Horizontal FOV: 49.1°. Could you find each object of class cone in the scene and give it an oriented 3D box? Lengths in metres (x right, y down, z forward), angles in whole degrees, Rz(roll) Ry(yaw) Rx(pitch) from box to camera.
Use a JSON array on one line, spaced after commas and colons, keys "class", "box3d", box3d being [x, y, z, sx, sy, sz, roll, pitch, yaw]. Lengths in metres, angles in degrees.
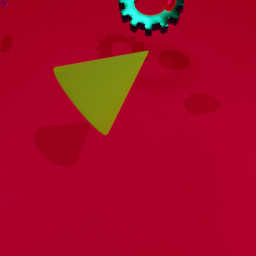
[{"class": "cone", "box3d": [-0.248, -0.928, 5.092, 1.526, 1.520, 1.520, -37, 58, 4]}]

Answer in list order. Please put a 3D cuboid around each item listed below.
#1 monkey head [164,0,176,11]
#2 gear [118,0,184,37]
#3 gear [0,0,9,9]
[{"class": "monkey head", "box3d": [0.876, -3.384, 5.947, 1.126, 1.565, 0.943, 6, 55, 36]}, {"class": "gear", "box3d": [0.685, -3.683, 8.380, 1.913, 0.354, 1.913, -1, 75, 3]}, {"class": "gear", "box3d": [-3.609, -4.114, 8.351, 0.195, 1.053, 1.053, 13, 46, -32]}]
